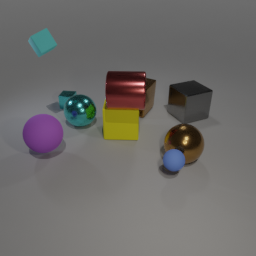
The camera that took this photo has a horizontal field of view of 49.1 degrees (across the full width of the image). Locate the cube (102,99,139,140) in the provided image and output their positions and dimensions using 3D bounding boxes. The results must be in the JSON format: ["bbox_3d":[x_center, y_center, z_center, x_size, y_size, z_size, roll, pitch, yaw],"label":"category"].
[{"bbox_3d":[-0.254,-0.456,11.501,1.400,1.400,1.400,1,31,2],"label":"cube"}]

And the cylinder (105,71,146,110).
[{"bbox_3d":[-0.054,-1.375,10.268,1.400,1.400,1.400,1,31,3],"label":"cylinder"}]

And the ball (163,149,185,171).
[{"bbox_3d":[1.460,1.024,8.896,0.700,0.700,0.700,0,31,0],"label":"ball"}]

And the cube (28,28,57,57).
[{"bbox_3d":[-3.182,-3.168,10.432,0.700,0.700,0.700,-37,17,-20],"label":"cube"}]

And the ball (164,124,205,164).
[{"bbox_3d":[1.954,0.547,9.807,1.400,1.400,1.400,0,31,0],"label":"ball"}]

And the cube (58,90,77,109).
[{"bbox_3d":[-2.932,-1.372,13.734,0.700,0.700,0.700,4,31,7],"label":"cube"}]

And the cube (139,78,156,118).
[{"bbox_3d":[0.393,-1.537,13.188,1.400,1.400,1.400,16,34,19],"label":"cube"}]

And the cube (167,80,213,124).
[{"bbox_3d":[2.783,-1.211,12.770,1.400,1.400,1.400,-14,33,-21],"label":"cube"}]

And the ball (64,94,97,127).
[{"bbox_3d":[-2.052,-0.749,12.034,1.400,1.400,1.400,0,31,0],"label":"ball"}]

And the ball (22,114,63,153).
[{"bbox_3d":[-3.031,0.194,10.027,1.400,1.400,1.400,0,31,0],"label":"ball"}]
